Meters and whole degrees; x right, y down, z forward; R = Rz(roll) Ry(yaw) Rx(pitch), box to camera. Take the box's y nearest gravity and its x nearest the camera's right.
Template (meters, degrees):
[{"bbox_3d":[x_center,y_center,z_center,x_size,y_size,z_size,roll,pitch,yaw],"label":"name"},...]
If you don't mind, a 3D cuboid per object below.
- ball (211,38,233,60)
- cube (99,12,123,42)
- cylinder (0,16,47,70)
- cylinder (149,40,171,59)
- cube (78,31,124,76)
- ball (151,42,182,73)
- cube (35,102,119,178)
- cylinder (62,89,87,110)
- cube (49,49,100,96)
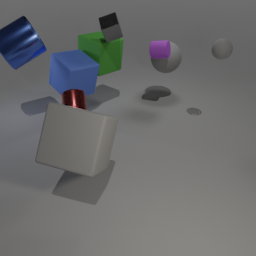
[{"bbox_3d":[3.227,-2.707,9.611,0.700,0.700,0.700,0,30,0],"label":"ball"},{"bbox_3d":[-0.665,-3.906,10.896,0.700,0.700,0.700,-17,61,6],"label":"cube"},{"bbox_3d":[-3.914,-3.058,10.106,1.400,1.400,1.400,-35,38,-7],"label":"cylinder"},{"bbox_3d":[1.315,-3.202,11.445,0.700,0.700,0.700,5,30,24],"label":"cylinder"},{"bbox_3d":[-1.202,-3.260,12.172,1.400,1.400,1.400,30,39,31],"label":"cube"},{"bbox_3d":[1.734,-3.209,12.735,1.400,1.400,1.400,0,30,0],"label":"ball"},{"bbox_3d":[-1.170,0.253,6.818,1.400,1.400,1.400,14,2,9],"label":"cube"},{"bbox_3d":[-1.605,-0.716,8.409,0.700,0.700,0.700,-6,74,-11],"label":"cylinder"},{"bbox_3d":[-2.213,-2.183,11.391,1.400,1.400,1.400,-23,53,-40],"label":"cube"}]
